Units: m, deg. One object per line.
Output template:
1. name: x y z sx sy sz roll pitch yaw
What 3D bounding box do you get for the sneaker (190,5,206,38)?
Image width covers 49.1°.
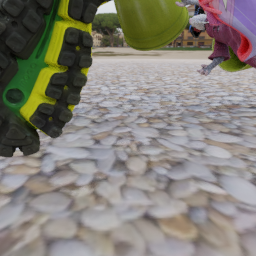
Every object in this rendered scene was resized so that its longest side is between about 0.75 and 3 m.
1. sneaker: 2.122 -3.237 8.180 0.430 1.226 0.477 0 48 -5

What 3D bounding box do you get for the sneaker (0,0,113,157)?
1. sneaker: -0.578 -1.204 2.040 1.061 2.719 1.158 24 14 -39

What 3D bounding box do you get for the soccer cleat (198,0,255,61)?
1. soccer cleat: 1.037 -1.781 3.274 2.346 0.897 0.782 37 30 -19

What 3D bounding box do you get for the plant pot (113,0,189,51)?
1. plant pot: 0.390 -3.218 6.922 1.841 1.841 1.773 10 -23 31

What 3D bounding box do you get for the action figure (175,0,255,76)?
1. action figure: 2.334 -2.312 6.146 2.099 1.888 2.818 -25 35 -4

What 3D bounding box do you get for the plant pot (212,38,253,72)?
1. plant pot: 3.637 -2.449 8.153 1.685 1.576 1.576 -8 18 -29
